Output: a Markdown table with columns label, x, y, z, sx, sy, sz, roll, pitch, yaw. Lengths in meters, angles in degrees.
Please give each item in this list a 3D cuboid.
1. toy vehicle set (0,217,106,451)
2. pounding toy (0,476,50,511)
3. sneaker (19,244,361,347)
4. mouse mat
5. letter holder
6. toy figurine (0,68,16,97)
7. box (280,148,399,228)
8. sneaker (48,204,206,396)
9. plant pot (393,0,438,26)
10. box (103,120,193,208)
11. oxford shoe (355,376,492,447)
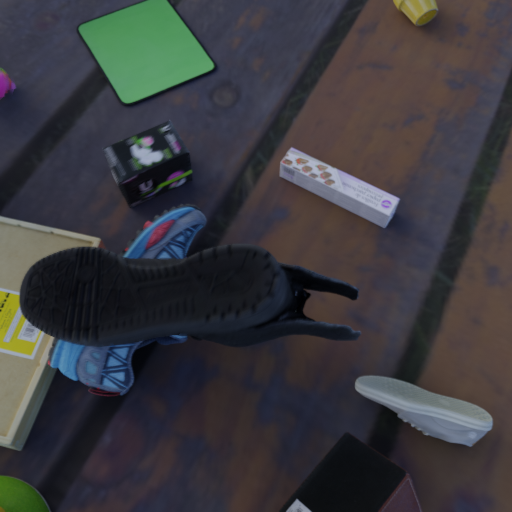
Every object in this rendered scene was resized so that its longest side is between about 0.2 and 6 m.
| label | x | y | z | sx | sy | sz | roll | pitch | yaw |
| --- | --- | --- | --- | --- | --- | --- | --- | --- | --- |
| toy vehicle set | -3.648 | 0.954 | 8.017 | 1.948 | 0.416 | 3.136 | 13 | 63 | 7 |
| pounding toy | -3.075 | 3.438 | 6.367 | 2.186 | 1.014 | 1.687 | 18 | 64 | 10 |
| sneaker | -0.749 | 0.634 | 7.164 | 3.980 | 2.076 | 1.195 | -4 | 73 | 15 |
| mouse mat | -2.156 | -4.047 | 10.868 | 2.005 | 0.094 | 2.491 | -27 | 66 | -13 |
| letter holder | 0.988 | 3.343 | 6.558 | 1.906 | 1.355 | 0.958 | -42 | 38 | -21 |
| toy figurine | -4.587 | -2.995 | 9.718 | 1.004 | 0.819 | 1.091 | 26 | 22 | 33 |
| box | 1.321 | -1.121 | 9.134 | 1.993 | 0.413 | 0.386 | 28 | 66 | 15 |
| sneaker | -1.477 | 0.635 | 7.983 | 1.438 | 1.194 | 3.011 | 36 | 69 | -3 |
| plant pot | 3.194 | -4.978 | 11.027 | 0.753 | 0.753 | 0.708 | -22 | 79 | -11 |
| box | -1.712 | -1.467 | 9.030 | 1.169 | 0.868 | 0.727 | -26 | 69 | -12 |
| oxford shoe | 2.152 | 2.054 | 7.376 | 1.788 | 0.672 | 0.516 | 17 | 108 | 9 |
